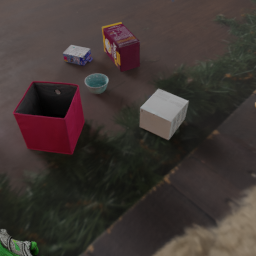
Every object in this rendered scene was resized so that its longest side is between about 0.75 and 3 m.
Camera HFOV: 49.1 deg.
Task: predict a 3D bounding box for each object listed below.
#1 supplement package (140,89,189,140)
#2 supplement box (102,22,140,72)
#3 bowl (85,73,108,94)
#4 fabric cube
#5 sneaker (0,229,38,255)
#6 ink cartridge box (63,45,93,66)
[{"bbox_3d":[1.345,-0.533,10.612,1.316,1.012,1.376,26,52,23],"label":"supplement package"},{"bbox_3d":[-0.341,-3.959,13.627,1.106,1.403,2.144,-20,49,-16],"label":"supplement box"},{"bbox_3d":[-1.351,-1.867,12.219,1.024,0.536,1.024,0,46,0],"label":"bowl"},{"bbox_3d":[-2.662,-0.381,9.944,1.765,1.793,1.799,5,47,6],"label":"fabric cube"},{"bbox_3d":[-2.755,3.182,7.143,1.928,0.752,0.821,26,53,34],"label":"sneaker"},{"bbox_3d":[-2.421,-3.588,13.879,1.315,0.502,0.897,14,48,15],"label":"ink cartridge box"}]
